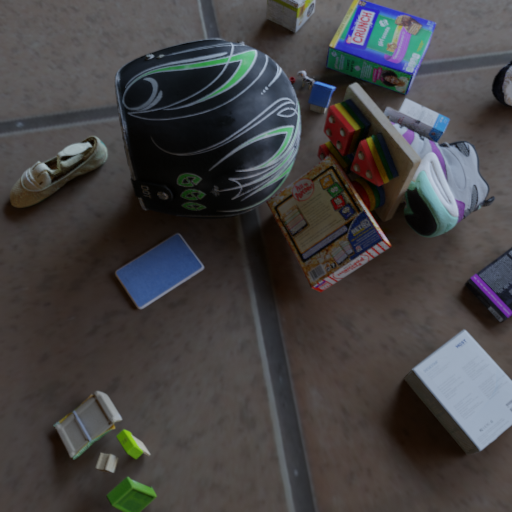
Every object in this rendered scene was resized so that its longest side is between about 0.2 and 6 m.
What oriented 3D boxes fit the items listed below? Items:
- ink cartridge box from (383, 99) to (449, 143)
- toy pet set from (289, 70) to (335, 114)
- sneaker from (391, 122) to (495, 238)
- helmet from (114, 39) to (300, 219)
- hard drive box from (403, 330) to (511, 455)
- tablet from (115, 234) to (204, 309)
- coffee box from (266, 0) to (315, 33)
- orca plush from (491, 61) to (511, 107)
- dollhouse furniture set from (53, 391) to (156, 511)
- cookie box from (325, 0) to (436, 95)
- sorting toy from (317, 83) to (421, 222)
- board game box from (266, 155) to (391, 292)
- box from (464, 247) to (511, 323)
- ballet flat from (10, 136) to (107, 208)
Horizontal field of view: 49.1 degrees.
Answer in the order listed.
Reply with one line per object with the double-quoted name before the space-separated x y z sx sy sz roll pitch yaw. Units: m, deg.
"ink cartridge box" 3.017 -2.567 10.789 1.162 0.673 0.387 27 69 5
"toy pet set" 0.992 -3.310 11.480 1.083 0.616 1.160 20 67 9
"sneaker" 3.221 -1.878 10.629 2.123 1.180 3.035 -24 68 -19
"helmet" -0.693 -2.168 9.686 2.990 3.136 3.136 -10 65 -5
"hard drive box" 3.346 2.152 8.915 1.186 0.584 1.522 -32 69 -14
"tablet" -1.738 0.262 10.084 1.384 0.095 0.901 -34 69 -14
"coffee box" 0.787 -5.674 12.484 0.818 0.809 0.817 32 69 14
"orca plush" 6.247 -4.264 11.557 3.504 1.844 1.246 -41 29 7
"dollhouse furniture set" -2.256 3.047 8.673 0.922 0.713 1.846 -41 52 -10
"cookie box" 2.649 -4.499 11.986 1.861 0.699 1.592 22 68 11
"sorting toy" 1.855 -1.700 9.993 0.656 1.886 1.874 -26 67 -16
"board game box" 1.215 -0.580 9.824 1.476 0.451 1.949 -35 62 18
"box" 4.485 0.468 9.916 1.276 0.230 0.912 -33 70 -13
"ballet flat" -3.844 -1.679 10.690 2.081 0.649 0.702 -35 71 -15
